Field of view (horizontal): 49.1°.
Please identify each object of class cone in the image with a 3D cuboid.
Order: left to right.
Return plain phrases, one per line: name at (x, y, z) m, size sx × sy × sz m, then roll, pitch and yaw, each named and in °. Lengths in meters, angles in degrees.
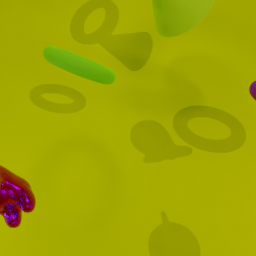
cone at (0.806, -2.996, 5.837) m, size 1.510 × 1.516 × 1.510 m, roll -24°, pitch 48°, yaw 30°

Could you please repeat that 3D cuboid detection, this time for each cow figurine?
cow figurine at (-2.144, 0.771, 4.387) m, size 0.773 × 1.409 × 1.387 m, roll -48°, pitch 35°, yaw 4°

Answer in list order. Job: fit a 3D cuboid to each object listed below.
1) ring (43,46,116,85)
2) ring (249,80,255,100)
ring at (-0.920, -1.216, 5.438) m, size 1.461 × 1.461 × 0.292 m, roll 25°, pitch 102°, yaw 11°
ring at (3.069, -0.367, 5.231) m, size 1.729 × 0.346 × 1.729 m, roll 23°, pitch 25°, yaw -12°
